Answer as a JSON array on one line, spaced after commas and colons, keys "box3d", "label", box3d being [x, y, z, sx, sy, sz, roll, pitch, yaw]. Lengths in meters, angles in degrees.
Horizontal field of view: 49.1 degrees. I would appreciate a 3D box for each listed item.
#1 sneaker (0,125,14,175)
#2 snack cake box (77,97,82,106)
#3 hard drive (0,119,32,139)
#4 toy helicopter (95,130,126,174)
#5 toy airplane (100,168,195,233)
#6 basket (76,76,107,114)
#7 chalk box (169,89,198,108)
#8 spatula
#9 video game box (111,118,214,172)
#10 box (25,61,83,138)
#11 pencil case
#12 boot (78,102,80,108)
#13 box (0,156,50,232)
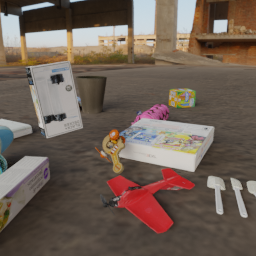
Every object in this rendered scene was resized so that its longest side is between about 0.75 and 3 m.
[{"box3d": [-3.101, 0.656, 6.348, 1.577, 0.961, 2.416, 4, 26, 21], "label": "sneaker"}, {"box3d": [-2.773, -1.357, 14.309, 0.615, 0.359, 1.069, -6, 17, -25], "label": "snack cake box"}, {"box3d": [-4.667, 0.235, 8.829, 1.737, 0.346, 2.634, 10, 18, 30], "label": "hard drive"}, {"box3d": [-0.369, 0.617, 6.642, 0.715, 0.426, 1.080, -27, 53, 13], "label": "toy helicopter"}, {"box3d": [0.433, 1.217, 5.376, 1.988, 0.366, 1.988, 1, 18, 0], "label": "toy airplane"}, {"box3d": [-1.613, -1.506, 12.620, 1.425, 1.581, 1.075, 4, 17, 16], "label": "basket"}, {"box3d": [2.824, -1.497, 13.940, 1.347, 0.835, 0.841, -6, 18, -20], "label": "chalk box"}, {"box3d": [2.130, 1.339, 5.463, 1.107, 0.128, 1.592, 10, 19, 12], "label": "spatula"}, {"box3d": [1.024, 0.357, 7.894, 2.357, 0.552, 2.147, 8, 20, 27], "label": "video game box"}, {"box3d": [-1.825, -0.728, 7.052, 1.024, 1.756, 0.528, -16, 18, -29], "label": "box"}, {"box3d": [0.864, -0.367, 10.165, 0.880, 0.853, 1.879, -14, 6, 26], "label": "pencil case"}, {"box3d": [-3.070, -1.115, 13.122, 1.668, 0.586, 1.220, 0, 18, 0], "label": "boot"}, {"box3d": [-2.204, 1.261, 4.873, 0.588, 0.549, 2.837, 2, 16, 7], "label": "box"}]
